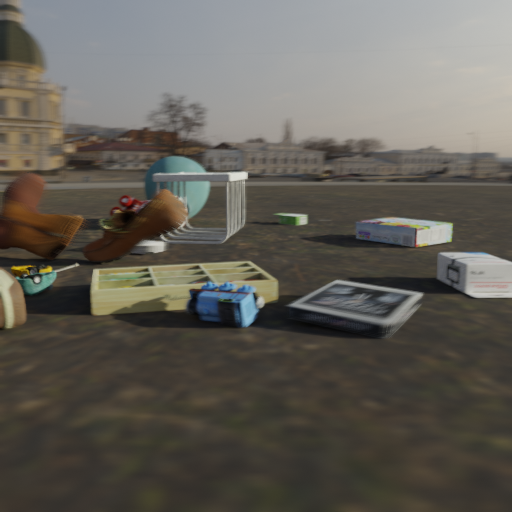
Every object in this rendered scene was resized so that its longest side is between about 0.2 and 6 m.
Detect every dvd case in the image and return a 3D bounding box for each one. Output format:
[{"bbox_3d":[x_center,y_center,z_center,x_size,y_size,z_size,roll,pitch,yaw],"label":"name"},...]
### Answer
[{"bbox_3d":[1.180,0.569,6.432,1.118,0.184,1.487,9,12,27],"label":"dvd case"}]

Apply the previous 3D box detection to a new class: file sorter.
[{"bbox_3d":[-1.216,-1.186,13.035,1.684,1.511,2.427,1,10,7],"label":"file sorter"}]

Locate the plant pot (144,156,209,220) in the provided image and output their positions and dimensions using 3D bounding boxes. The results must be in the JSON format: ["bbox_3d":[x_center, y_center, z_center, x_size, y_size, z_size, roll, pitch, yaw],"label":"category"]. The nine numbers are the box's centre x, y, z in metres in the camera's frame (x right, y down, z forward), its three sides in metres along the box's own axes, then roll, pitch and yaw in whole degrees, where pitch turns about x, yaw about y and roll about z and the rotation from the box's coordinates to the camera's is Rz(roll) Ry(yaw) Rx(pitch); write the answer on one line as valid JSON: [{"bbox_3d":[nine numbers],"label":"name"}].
[{"bbox_3d":[-2.335,-1.725,16.247,1.922,1.922,1.294,-1,41,-3],"label":"plant pot"}]

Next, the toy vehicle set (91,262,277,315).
[{"bbox_3d":[-0.985,0.387,7.341,2.249,0.298,1.397,-3,10,-16],"label":"toy vehicle set"}]

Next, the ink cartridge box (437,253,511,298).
[{"bbox_3d":[3.101,0.249,7.787,0.724,0.423,1.247,-1,10,-4],"label":"ink cartridge box"}]

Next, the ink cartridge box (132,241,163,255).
[{"bbox_3d":[-2.503,-0.196,11.025,1.237,0.229,0.586,7,10,26],"label":"ink cartridge box"}]

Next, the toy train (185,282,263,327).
[{"bbox_3d":[-0.384,0.534,6.228,0.899,0.390,0.514,3,19,28],"label":"toy train"}]

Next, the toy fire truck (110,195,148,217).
[{"bbox_3d":[-3.280,-1.077,14.614,0.799,0.951,0.533,24,-21,22],"label":"toy fire truck"}]

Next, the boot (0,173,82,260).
[{"bbox_3d":[-4.081,-0.810,10.550,1.893,0.648,1.782,7,51,29],"label":"boot"}]

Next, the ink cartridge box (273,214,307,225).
[{"bbox_3d":[0.952,-1.046,15.952,0.900,0.267,0.467,9,13,43],"label":"ink cartridge box"}]

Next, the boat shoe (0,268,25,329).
[{"bbox_3d":[-3.370,0.344,6.271,0.781,0.779,2.110,-16,18,-41],"label":"boat shoe"}]

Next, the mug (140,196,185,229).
[{"bbox_3d":[-2.576,-1.049,15.120,1.264,1.122,0.843,1,45,30],"label":"mug"}]

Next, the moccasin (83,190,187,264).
[{"bbox_3d":[-2.163,-0.491,9.446,2.039,0.787,0.746,-23,27,28],"label":"moccasin"}]

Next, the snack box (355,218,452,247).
[{"bbox_3d":[3.234,-0.541,12.379,1.219,0.454,1.714,-7,12,-35],"label":"snack box"}]

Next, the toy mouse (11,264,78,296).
[{"bbox_3d":[-3.243,0.363,7.541,1.426,0.276,1.267,-1,9,-6],"label":"toy mouse"}]
